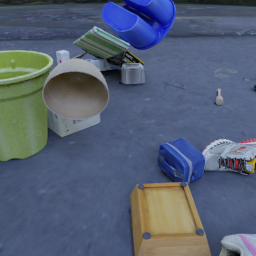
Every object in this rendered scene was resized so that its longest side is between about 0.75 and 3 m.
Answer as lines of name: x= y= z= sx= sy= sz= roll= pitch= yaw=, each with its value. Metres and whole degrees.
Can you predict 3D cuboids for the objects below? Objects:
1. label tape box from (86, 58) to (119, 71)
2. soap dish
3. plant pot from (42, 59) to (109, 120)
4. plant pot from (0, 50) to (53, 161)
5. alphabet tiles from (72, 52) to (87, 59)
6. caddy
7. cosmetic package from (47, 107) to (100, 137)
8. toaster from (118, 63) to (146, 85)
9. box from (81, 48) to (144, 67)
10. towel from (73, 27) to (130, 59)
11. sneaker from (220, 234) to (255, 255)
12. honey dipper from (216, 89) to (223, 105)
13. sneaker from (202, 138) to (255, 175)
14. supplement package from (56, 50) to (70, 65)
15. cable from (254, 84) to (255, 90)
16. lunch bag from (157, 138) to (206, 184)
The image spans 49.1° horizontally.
label tape box: x=-1.547 y=-3.037 z=13.492 sx=1.864 sy=0.616 sz=1.336 roll=-15 pitch=19 yaw=-20
soap dish: x=0.723 y=1.705 z=5.246 sx=1.290 sy=0.666 sz=1.640 roll=-1 pitch=30 yaw=-2
plant pot: x=-1.016 y=-0.891 z=5.581 sx=1.250 sy=1.250 sz=0.840 roll=-3 pitch=50 yaw=-5
plant pot: x=-3.197 y=-0.550 z=7.492 sx=2.624 sy=2.412 sz=2.624 roll=1 pitch=30 yaw=0
alphabet tiles: x=-2.828 y=-3.204 z=13.711 sx=1.355 sy=0.061 sz=1.621 roll=-21 pitch=14 yaw=49
caddy: x=0.415 y=-4.040 z=10.059 sx=1.515 sy=2.041 sz=2.887 roll=26 pitch=17 yaw=-46
cosmetic package: x=-2.433 y=-0.922 z=9.520 sx=1.565 sy=1.058 sz=2.976 roll=-25 pitch=38 yaw=-37
toaster: x=0.173 y=-2.373 z=12.357 sx=1.267 sy=0.818 sz=0.720 roll=-1 pitch=29 yaw=-2
box: x=-0.705 y=-3.453 z=13.441 sx=2.454 sy=0.605 sz=1.960 roll=23 pitch=3 yaw=28
towel: x=-0.966 y=-2.975 z=9.973 sx=1.470 sy=0.225 sz=1.927 roll=18 pitch=-7 yaw=-28
sneaker: x=1.812 y=2.475 z=3.560 sx=1.232 sy=1.136 sz=2.792 roll=3 pitch=21 yaw=7
honey dipper: x=3.582 y=-1.281 z=10.991 sx=0.269 sy=0.269 sz=1.419 roll=8 pitch=29 yaw=14
sneaker: x=2.682 y=0.729 z=6.885 sx=1.984 sy=0.772 sz=0.815 roll=-7 pitch=31 yaw=-12
supplement package: x=-3.338 y=-3.537 z=14.444 sx=0.485 sy=0.801 sz=0.479 roll=25 pitch=38 yaw=37
cable: x=6.720 y=-1.783 z=11.414 sx=2.867 sy=0.722 sz=1.392 roll=12 pitch=24 yaw=21
lunch bag: x=1.231 y=0.844 z=6.663 sx=0.761 sy=0.781 sz=1.150 roll=-16 pitch=35 yaw=-24
